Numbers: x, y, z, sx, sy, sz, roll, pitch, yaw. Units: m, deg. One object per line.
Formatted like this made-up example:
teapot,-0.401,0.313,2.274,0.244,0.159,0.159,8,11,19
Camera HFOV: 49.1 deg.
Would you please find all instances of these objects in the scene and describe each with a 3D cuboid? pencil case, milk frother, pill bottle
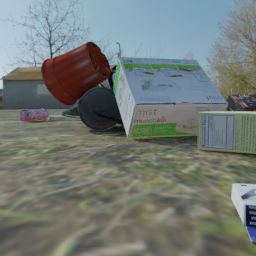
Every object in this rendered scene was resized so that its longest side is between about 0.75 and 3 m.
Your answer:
pencil case,-5.132,-0.723,15.343,0.723,0.723,1.653,3,5,27
milk frother,-0.698,-1.291,10.830,2.381,2.638,2.481,2,5,-10
pill bottle,-0.746,-1.659,14.270,1.482,1.482,2.594,4,-40,-4

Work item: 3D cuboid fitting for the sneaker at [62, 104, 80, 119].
sneaker,-2.910,-1.023,16.377,2.040,0.916,0.684,8,-1,24

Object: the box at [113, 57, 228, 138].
box,1.117,-0.972,8.279,2.670,1.291,2.356,-2,44,-16

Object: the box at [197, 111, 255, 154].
box,2.448,0.052,5.879,1.617,0.782,1.422,4,6,29

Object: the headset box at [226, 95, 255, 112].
headset box,5.450,-0.767,11.963,2.391,0.897,1.777,0,23,-2

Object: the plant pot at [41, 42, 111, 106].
plant pot,-1.931,-2.247,11.147,2.054,2.112,2.112,-23,-5,24

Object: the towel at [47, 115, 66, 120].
towel,-4.261,-0.604,16.477,0.946,0.266,1.106,-3,6,-27

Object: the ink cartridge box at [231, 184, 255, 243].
ink cartridge box,1.371,0.665,2.250,0.926,0.188,0.928,1,5,12

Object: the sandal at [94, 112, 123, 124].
sandal,-0.637,-0.374,9.346,1.009,0.216,0.384,16,8,-7
